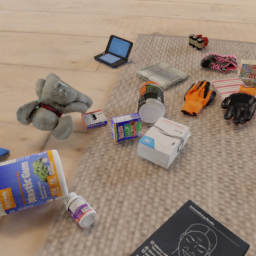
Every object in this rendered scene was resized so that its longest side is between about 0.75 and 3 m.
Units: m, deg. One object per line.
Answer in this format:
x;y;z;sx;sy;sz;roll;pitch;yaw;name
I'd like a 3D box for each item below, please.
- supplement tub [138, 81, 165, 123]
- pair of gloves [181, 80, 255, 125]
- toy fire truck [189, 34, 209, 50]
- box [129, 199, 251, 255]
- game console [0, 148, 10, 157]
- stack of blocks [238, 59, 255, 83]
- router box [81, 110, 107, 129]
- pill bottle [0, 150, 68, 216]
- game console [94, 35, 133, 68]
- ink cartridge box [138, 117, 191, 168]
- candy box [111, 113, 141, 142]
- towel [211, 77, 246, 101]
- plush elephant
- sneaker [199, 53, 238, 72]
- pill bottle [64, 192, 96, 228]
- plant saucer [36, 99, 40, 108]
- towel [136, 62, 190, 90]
0.946;-1.113;11.458;1.069;1.069;1.745;3;40;3;supplement tub
3.891;-1.158;11.982;2.984;0.369;2.658;15;46;21;pair of gloves
4.388;-5.166;16.572;1.294;0.833;1.139;-27;46;-14;toy fire truck
1.312;3.099;6.373;2.286;1.224;1.697;-31;49;-31;box
-5.416;1.215;9.396;2.077;1.229;1.773;12;73;14;game console
6.185;-2.686;13.388;1.670;0.962;0.489;7;41;8;stack of blocks
-1.353;-0.357;11.226;0.865;0.211;0.776;-15;43;-17;router box
-3.140;1.611;7.952;2.591;1.452;1.452;-14;42;-17;pill bottle
-0.808;-4.147;15.063;1.736;1.027;1.482;30;48;32;game console
1.376;0.354;10.022;1.199;0.690;2.070;23;45;24;ink cartridge box
-0.063;-0.017;10.312;1.041;0.880;0.401;-12;39;-12;candy box
4.744;-1.691;12.785;1.387;0.283;1.895;-6;40;-3;towel
-2.762;-0.726;10.362;2.194;2.063;2.664;34;4;-6;plush elephant
4.690;-3.262;14.337;1.977;0.781;0.943;-2;52;-1;sneaker
-1.380;2.270;7.882;0.544;0.544;0.977;-30;48;-30;pill bottle
-3.896;-0.954;12.002;0.502;0.136;1.435;15;42;16;plant saucer
1.703;-2.695;13.871;1.965;0.352;2.041;-29;47;-29;towel
